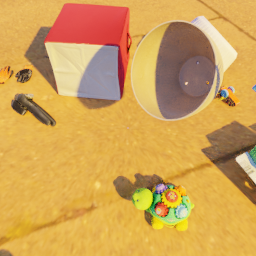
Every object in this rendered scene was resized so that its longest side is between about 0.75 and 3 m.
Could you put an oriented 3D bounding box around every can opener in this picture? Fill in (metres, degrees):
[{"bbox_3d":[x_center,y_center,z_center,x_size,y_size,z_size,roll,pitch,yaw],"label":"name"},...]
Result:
[{"bbox_3d":[-3.039,-0.581,9.240,1.864,0.733,0.591,31,17,21],"label":"can opener"}]

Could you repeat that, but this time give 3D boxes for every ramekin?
[{"bbox_3d":[2.878,-2.953,10.054,2.330,1.085,2.330,37,25,-21],"label":"ramekin"}]

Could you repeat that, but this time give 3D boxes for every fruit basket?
[{"bbox_3d":[4.422,1.362,7.262,2.388,1.209,2.578,-25,69,-20],"label":"fruit basket"}]

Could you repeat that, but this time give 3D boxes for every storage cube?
[{"bbox_3d":[-1.262,-2.654,9.825,2.685,2.295,2.414,5,50,4],"label":"storage cube"}]

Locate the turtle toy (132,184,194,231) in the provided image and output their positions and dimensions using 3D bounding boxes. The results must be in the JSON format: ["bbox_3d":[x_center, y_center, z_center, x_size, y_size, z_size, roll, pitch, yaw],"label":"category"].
[{"bbox_3d":[0.857,1.830,6.861,1.539,0.778,1.121,3,49,2],"label":"turtle toy"}]

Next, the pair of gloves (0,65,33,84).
[{"bbox_3d":[-4.314,-2.044,10.706,1.264,0.156,1.126,-1,47,-4],"label":"pair of gloves"}]

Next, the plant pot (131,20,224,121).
[{"bbox_3d":[1.255,-1.184,6.215,2.013,2.013,1.352,41,27,30],"label":"plant pot"}]

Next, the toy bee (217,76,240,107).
[{"bbox_3d":[3.402,-1.229,9.771,0.782,0.649,1.195,-4,73,-14],"label":"toy bee"}]

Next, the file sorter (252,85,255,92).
[{"bbox_3d":[2.518,-0.777,4.302,0.602,0.868,0.533,41,63,2],"label":"file sorter"}]

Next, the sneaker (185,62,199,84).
[{"bbox_3d":[1.784,-2.401,10.452,1.325,0.996,2.660,-19,51,-16],"label":"sneaker"}]
